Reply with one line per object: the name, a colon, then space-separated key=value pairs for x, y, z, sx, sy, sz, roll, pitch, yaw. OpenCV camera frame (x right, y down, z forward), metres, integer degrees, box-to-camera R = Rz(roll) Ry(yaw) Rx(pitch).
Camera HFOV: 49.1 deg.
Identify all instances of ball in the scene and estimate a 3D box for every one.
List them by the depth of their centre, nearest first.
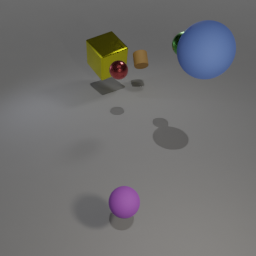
ball: x=-0.083 y=1.645 z=6.223 sx=0.700 sy=0.700 sz=0.700 roll=0 pitch=33 yaw=0
ball: x=1.914 y=-1.909 z=6.905 sx=1.400 sy=1.400 sz=1.400 roll=0 pitch=33 yaw=0
ball: x=1.611 y=-2.395 z=8.024 sx=0.700 sy=0.700 sz=0.700 roll=0 pitch=33 yaw=0
ball: x=-0.342 y=-2.127 z=10.284 sx=0.700 sy=0.700 sz=0.700 roll=0 pitch=33 yaw=0

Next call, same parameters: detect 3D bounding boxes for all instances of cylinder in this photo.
cylinder: x=0.615 y=-3.332 z=13.635 sx=0.700 sy=0.700 sz=0.700 roll=-5 pitch=77 yaw=-7

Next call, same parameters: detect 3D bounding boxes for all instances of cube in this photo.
cube: x=-0.982 y=-3.348 z=12.992 sx=1.400 sy=1.400 sz=1.400 roll=-27 pitch=62 yaw=-22
